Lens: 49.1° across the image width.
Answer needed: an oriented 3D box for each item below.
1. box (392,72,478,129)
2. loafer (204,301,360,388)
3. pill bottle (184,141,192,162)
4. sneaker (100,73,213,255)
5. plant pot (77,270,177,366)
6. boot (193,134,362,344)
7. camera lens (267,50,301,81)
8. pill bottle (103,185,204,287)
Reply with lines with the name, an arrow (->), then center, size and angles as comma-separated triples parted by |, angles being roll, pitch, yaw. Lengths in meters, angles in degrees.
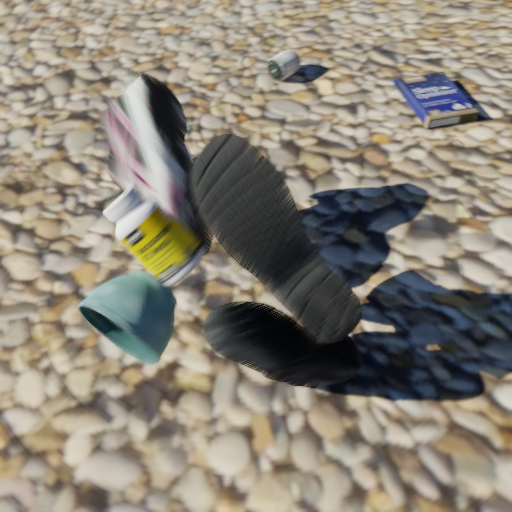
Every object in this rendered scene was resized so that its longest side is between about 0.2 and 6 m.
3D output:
box -> 3.544, -3.240, 11.294 | 1.049, 0.281, 1.732 | -12, 50, -10
loafer -> 0.269, 1.125, 6.433 | 2.324, 0.816, 0.789 | 22, 42, -41
pill bottle -> -1.611, -1.659, 9.787 | 0.885, 0.530, 0.530 | -17, 52, -14
sneaker -> -1.408, -1.032, 7.668 | 1.126, 1.048, 2.609 | -18, 81, 31
plant pot -> -1.276, 0.586, 5.975 | 1.017, 1.017, 0.682 | 25, 63, 20
boot -> 0.059, -0.195, 6.480 | 0.913, 2.617, 1.723 | -34, 17, -4
camera lens -> 0.576, -4.006, 11.782 | 0.498, 0.498, 0.623 | 37, 59, 27
pill bottle -> -1.092, -0.219, 5.927 | 1.041, 0.585, 0.585 | 48, 55, -15
